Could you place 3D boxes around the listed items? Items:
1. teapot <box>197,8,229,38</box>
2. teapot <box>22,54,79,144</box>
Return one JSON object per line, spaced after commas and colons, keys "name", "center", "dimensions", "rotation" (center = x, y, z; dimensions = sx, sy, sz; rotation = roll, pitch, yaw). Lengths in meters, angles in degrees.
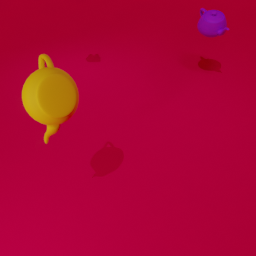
{"name": "teapot", "center": [2.939, -3.614, 9.622], "dimensions": [0.985, 0.776, 1.584], "rotation": [-24, 57, -9]}
{"name": "teapot", "center": [-1.336, -0.471, 4.700], "dimensions": [0.947, 1.522, 0.745], "rotation": [-9, 8, -41]}
